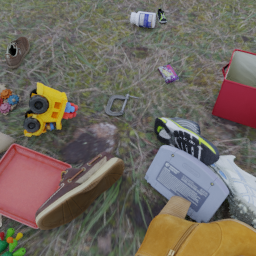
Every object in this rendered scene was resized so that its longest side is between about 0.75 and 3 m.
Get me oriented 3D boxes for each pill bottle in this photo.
[{"bbox_3d":[0.682,-4.903,12.647,1.074,0.643,0.643,10,54,8],"label":"pill bottle"}]

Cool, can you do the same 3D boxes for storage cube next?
[{"bbox_3d":[3.944,-1.285,9.298,1.911,1.718,1.634,19,56,15],"label":"storage cube"}]

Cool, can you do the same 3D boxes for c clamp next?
[{"bbox_3d":[-0.259,-0.832,9.932,0.976,0.155,1.142,16,55,12],"label":"c clamp"}]

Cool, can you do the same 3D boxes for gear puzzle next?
[{"bbox_3d":[-4.654,-1.203,9.991,1.720,0.225,0.891,33,72,18],"label":"gear puzzle"}]

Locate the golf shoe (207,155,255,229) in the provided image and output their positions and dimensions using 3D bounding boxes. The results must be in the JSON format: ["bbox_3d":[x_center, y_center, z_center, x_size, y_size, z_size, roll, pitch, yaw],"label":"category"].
[{"bbox_3d":[3.223,1.843,7.404,1.428,1.150,2.937,-21,57,-22],"label":"golf shoe"}]

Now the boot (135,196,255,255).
[{"bbox_3d":[1.775,2.951,6.351,2.902,1.021,2.077,23,45,17],"label":"boot"}]

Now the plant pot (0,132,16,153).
[{"bbox_3d":[-3.989,0.425,8.580,0.895,0.895,0.601,22,77,15],"label":"plant pot"}]

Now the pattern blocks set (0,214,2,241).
[{"bbox_3d":[-3.918,2.257,7.638,1.739,0.160,1.979,-20,56,-14],"label":"pattern blocks set"}]

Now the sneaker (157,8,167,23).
[{"bbox_3d":[1.556,-5.256,13.062,0.340,0.393,0.949,-13,55,-10],"label":"sneaker"}]

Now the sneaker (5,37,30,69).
[{"bbox_3d":[-4.484,-3.255,11.390,0.648,0.695,1.841,1,54,0],"label":"sneaker"}]

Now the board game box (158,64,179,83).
[{"bbox_3d":[1.567,-2.110,10.907,0.522,0.140,0.869,-14,54,-15],"label":"board game box"}]

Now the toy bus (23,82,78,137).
[{"bbox_3d":[-2.468,-0.459,9.020,1.568,1.634,1.109,15,17,-24],"label":"toy bus"}]

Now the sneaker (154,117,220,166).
[{"bbox_3d":[1.819,0.224,8.258,1.063,0.970,2.626,-15,30,-21],"label":"sneaker"}]

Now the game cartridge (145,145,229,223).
[{"bbox_3d":[1.541,1.451,7.524,2.091,1.392,0.434,37,22,24],"label":"game cartridge"}]

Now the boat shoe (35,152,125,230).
[{"bbox_3d":[-1.399,1.573,7.698,1.016,1.019,2.823,33,56,32],"label":"boat shoe"}]

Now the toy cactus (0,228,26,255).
[{"bbox_3d":[-3.060,3.161,6.738,1.157,0.717,1.402,-16,63,0],"label":"toy cactus"}]

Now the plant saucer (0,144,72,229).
[{"bbox_3d":[-2.878,1.603,7.874,1.969,0.362,1.973,20,54,5],"label":"plant saucer"}]
